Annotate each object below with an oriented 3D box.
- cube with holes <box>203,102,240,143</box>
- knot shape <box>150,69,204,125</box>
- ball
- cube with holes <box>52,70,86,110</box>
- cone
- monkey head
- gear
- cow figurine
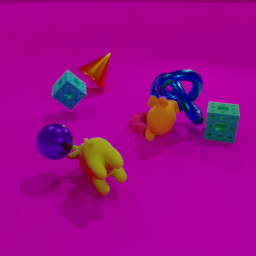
[{"bbox_3d":[2.750,-0.185,8.269,0.857,0.857,0.857,8,28,16],"label":"cube with holes"},{"bbox_3d":[1.599,-0.858,8.482,0.956,1.937,2.070,-48,8,-20],"label":"knot shape"},{"bbox_3d":[-1.620,0.305,6.222,0.824,0.824,0.824,0,27,0],"label":"ball"},{"bbox_3d":[-1.977,-1.273,9.418,0.794,0.794,0.794,37,22,-31],"label":"cube with holes"},{"bbox_3d":[-1.153,-2.598,11.758,1.440,1.435,1.435,-54,43,-3],"label":"cone"},{"bbox_3d":[0.816,-0.394,7.714,1.090,1.515,0.913,39,46,22],"label":"monkey head"},{"bbox_3d":[0.741,-0.148,8.839,1.395,0.258,1.395,0,28,0],"label":"gear"},{"bbox_3d":[-0.730,0.626,6.034,0.891,1.624,1.598,-32,60,-18],"label":"cow figurine"}]
